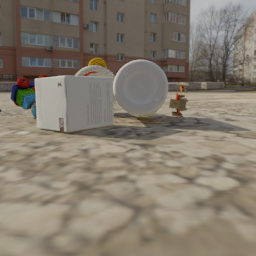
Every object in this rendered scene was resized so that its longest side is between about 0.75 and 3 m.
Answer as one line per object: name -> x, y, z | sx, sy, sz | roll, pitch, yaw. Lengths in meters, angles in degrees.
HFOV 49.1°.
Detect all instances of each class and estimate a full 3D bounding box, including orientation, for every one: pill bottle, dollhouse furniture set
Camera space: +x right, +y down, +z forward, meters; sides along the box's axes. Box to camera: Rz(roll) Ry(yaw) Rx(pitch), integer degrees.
pill bottle -> 0.434, -1.138, 9.065 | 1.551, 1.551, 2.793 | 1, 0, 4
dollhouse furniture set -> 1.681, -0.933, 9.514 | 0.575, 1.117, 1.105 | 7, 18, 3

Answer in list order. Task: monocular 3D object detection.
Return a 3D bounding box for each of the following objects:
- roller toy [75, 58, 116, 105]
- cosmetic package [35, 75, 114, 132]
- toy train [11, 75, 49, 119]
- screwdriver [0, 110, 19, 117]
roller toy -> -1.286, -1.497, 10.914 | 2.005, 1.829, 1.401 | -43, 12, -3
cosmetic package -> -1.384, -0.668, 7.372 | 1.324, 1.323, 1.605 | 5, 9, 40
toy train -> -2.756, -1.137, 10.053 | 1.395, 1.020, 2.410 | 42, 38, 22
screwdriver -> -3.801, -0.490, 8.518 | 1.176, 0.164, 0.171 | 19, 21, 23
